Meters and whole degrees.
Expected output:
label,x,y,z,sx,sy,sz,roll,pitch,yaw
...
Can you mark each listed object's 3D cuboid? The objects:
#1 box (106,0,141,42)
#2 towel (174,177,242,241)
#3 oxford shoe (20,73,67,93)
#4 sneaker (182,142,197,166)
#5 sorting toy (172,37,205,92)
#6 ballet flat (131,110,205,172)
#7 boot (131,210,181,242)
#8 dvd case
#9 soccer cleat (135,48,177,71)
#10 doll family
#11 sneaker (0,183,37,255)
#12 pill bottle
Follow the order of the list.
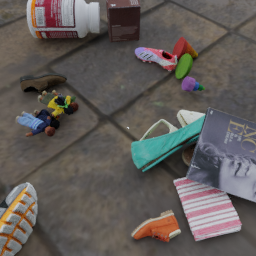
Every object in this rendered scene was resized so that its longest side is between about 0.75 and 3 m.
label,x,y,z,sx,sy,sz,roll,pitch,yaw
box,-0.188,-4.137,10.417,1.160,1.413,1.172,-5,53,-4
towel,1.828,1.783,6.619,1.134,0.232,1.549,-10,50,-8
oxford shoe,-2.656,-1.370,8.921,1.456,0.529,0.614,-11,69,-5
sneaker,2.523,0.426,7.239,2.268,0.857,0.799,-9,53,-8
sorting toy,2.124,-2.058,9.382,0.837,0.842,2.430,14,48,-19
ballet flat,1.312,0.092,7.226,2.798,0.942,0.985,-26,81,-10
boot,0.624,2.266,6.130,1.079,0.405,0.579,-19,60,-15
dvd case,2.791,0.735,6.637,2.416,0.193,1.797,19,83,0
soccer cleat,0.972,-2.523,9.668,1.629,0.623,0.543,30,58,21
doll family,-2.185,-0.400,7.994,1.166,0.792,2.018,27,62,14
sneaker,-2.906,2.345,5.619,1.137,1.152,2.943,15,54,18
pill bottle,-2.308,-4.062,10.376,2.487,1.405,1.405,-1,52,-3
